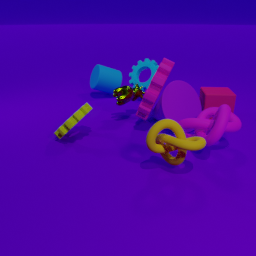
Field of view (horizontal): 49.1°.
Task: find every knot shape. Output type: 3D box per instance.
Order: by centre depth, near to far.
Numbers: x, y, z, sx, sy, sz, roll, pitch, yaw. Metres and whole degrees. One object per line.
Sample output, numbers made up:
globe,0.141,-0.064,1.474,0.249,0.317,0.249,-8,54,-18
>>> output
knot shape,0.894,0.285,5.892,1.236,1.156,0.571,-25,43,45
knot shape,2.024,-0.063,6.824,1.668,0.771,1.561,-22,1,-1

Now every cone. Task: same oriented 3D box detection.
cone,1.190,-0.525,8.886,1.580,1.580,1.586,-16,1,-34

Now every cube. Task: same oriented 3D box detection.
cube,2.897,-0.777,9.242,0.946,0.946,0.946,1,23,3

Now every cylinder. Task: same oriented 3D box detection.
cylinder,-0.909,-1.979,11.490,1.008,1.008,1.008,11,16,-28

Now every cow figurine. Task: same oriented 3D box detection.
cow figurine,0.066,-1.119,8.995,1.080,0.602,1.098,-23,-6,-7

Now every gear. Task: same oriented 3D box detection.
gear,-1.509,-0.195,7.739,1.229,0.227,1.229,-42,8,7
gear,0.802,-1.135,8.345,0.346,1.872,1.872,27,26,3
gear,0.667,-2.064,11.023,1.299,1.299,0.240,15,-5,32
